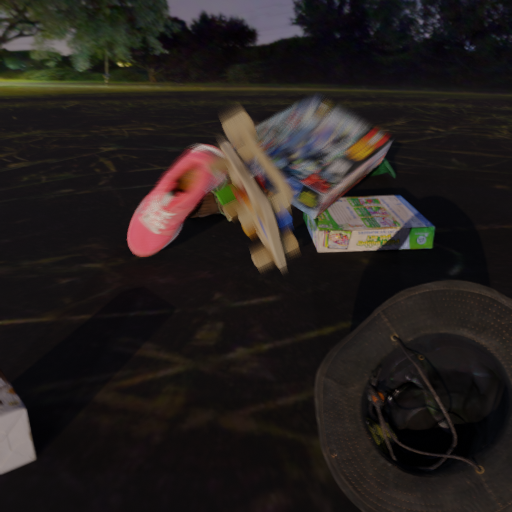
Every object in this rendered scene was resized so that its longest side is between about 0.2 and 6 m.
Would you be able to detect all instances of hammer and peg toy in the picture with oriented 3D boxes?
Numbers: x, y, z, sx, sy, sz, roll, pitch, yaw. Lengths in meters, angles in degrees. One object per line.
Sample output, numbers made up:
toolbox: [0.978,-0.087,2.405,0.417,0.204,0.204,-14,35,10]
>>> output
hammer and peg toy: [-0.089,-0.968,9.018,0.846,2.399,1.765,-27,59,-6]

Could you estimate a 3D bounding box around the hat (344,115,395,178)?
hat: [2.493,-2.666,17.315,2.554,2.403,2.901,-38,22,13]

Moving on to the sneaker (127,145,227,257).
sneaker: [-1.625,-0.996,10.163,0.945,2.564,1.112,42,16,1]

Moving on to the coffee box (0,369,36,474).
coffee box: [-2.775,1.669,5.904,0.458,0.657,1.149,-16,27,-35]

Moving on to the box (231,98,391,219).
box: [1.318,-2.415,12.984,2.412,0.702,3.522,34,44,16]

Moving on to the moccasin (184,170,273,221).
moccasin: [-0.867,-1.497,13.584,3.362,1.230,1.298,-8,12,-44]

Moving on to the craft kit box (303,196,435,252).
craft kit box: [2.350,-0.753,12.345,2.381,0.585,2.411,0,21,-2]

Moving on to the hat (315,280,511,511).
hat: [1.811,1.486,5.449,2.383,2.383,0.961,15,-17,34]
